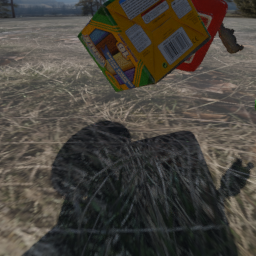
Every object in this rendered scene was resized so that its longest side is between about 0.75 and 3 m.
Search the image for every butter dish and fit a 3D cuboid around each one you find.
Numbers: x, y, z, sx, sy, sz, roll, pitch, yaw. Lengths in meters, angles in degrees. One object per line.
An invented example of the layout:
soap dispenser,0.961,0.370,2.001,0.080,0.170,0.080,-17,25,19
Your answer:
butter dish,1.546,-3.630,9.547,2.676,2.668,1.978,12,46,-8

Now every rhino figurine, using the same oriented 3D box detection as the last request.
rhino figurine,3.254,-3.093,9.285,0.439,1.467,0.641,-31,5,46

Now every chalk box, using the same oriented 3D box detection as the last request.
chalk box,0.119,-2.161,6.878,1.843,1.831,2.954,-41,17,-16
